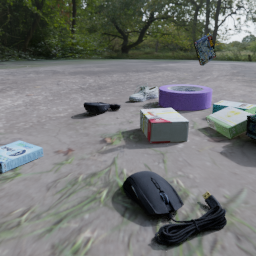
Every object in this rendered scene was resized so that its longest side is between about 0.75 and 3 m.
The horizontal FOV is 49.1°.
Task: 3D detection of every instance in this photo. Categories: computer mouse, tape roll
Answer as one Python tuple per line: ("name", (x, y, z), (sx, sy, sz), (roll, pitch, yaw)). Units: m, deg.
("computer mouse", (-1.383, -0.960, 13.709), (1.385, 0.527, 1.999), (11, 10, 31))
("computer mouse", (0.964, 1.398, 6.080), (1.718, 0.563, 2.446), (-7, 19, -18))
("tape roll", (3.094, -1.716, 15.245), (2.828, 0.928, 2.828), (-1, 18, 0))

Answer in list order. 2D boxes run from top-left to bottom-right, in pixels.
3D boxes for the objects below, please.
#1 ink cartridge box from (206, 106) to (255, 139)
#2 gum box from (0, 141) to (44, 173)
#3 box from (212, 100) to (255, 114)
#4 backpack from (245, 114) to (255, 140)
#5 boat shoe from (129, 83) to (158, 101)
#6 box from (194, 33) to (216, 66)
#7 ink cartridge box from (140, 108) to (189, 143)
("ink cartridge box", (4.451, -0.458, 10.862), (2.268, 0.544, 1.650), (-25, 21, -6))
("gum box", (-3.451, 0.812, 8.335), (1.168, 0.306, 1.375), (12, 21, 33))
("box", (5.186, -0.681, 12.458), (2.584, 0.635, 1.063), (14, 23, 38))
("backpack", (5.201, -0.032, 9.124), (1.884, 1.598, 2.123), (-6, 24, -16))
("boat shoe", (0.970, -2.172, 16.556), (2.318, 0.988, 0.856), (-15, 23, -39))
("box", (2.845, -2.866, 10.292), (0.680, 0.994, 0.198), (-36, 42, -5))
("ink cartridge box", (1.282, -0.144, 10.507), (1.385, 0.796, 1.909), (-3, 18, -9))
